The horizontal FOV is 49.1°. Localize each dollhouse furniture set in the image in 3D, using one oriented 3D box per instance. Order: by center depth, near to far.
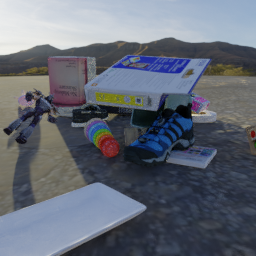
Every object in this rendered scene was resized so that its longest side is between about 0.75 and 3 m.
[{"bbox_3d":[0.347,0.554,8.288,0.957,0.820,1.006,-2,-21,-7],"label":"dollhouse furniture set"}]

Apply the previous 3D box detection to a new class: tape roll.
[{"bbox_3d":[3.069,-0.548,12.502,1.697,0.310,1.697,1,13,0],"label":"tape roll"}]

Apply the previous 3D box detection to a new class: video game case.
[{"bbox_3d":[1.552,0.716,7.647,1.436,0.170,1.307,7,15,28],"label":"video game case"}]

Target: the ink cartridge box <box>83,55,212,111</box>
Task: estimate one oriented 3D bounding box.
[{"bbox_3d":[0.700,-1.402,8.183,2.909,0.684,2.874,11,33,23],"label":"ink cartridge box"}]

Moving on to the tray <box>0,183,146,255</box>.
[{"bbox_3d":[-1.048,1.489,4.241,2.526,0.280,1.356,-12,19,-41],"label":"tray"}]

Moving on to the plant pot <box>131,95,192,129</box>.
[{"bbox_3d":[1.422,-0.727,10.548,1.790,1.757,1.752,4,8,-38],"label":"plant pot"}]

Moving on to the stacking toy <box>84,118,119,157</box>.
[{"bbox_3d":[-0.702,0.318,8.246,0.794,0.794,1.861,-6,20,-22],"label":"stacking toy"}]

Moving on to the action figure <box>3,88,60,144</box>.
[{"bbox_3d":[-2.972,-0.439,9.061,0.730,1.369,2.104,-31,22,52],"label":"action figure"}]

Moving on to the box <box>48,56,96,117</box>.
[{"bbox_3d":[-2.594,-1.975,13.232,1.743,2.727,1.486,6,15,24],"label":"box"}]

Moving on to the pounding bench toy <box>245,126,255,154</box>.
[{"bbox_3d":[3.907,0.451,7.611,0.798,1.285,1.002,-2,-18,-15],"label":"pounding bench toy"}]

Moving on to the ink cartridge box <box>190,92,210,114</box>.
[{"bbox_3d":[2.232,-1.594,12.579,2.773,0.582,1.655,31,20,19],"label":"ink cartridge box"}]

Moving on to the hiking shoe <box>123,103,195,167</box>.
[{"bbox_3d":[0.810,0.106,7.241,1.048,1.222,2.818,10,18,35],"label":"hiking shoe"}]

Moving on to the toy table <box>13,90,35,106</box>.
[{"bbox_3d":[-5.937,-1.637,15.964,0.609,0.955,1.039,26,4,29],"label":"toy table"}]

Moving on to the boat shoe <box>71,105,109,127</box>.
[{"bbox_3d":[-1.526,-0.627,11.917,0.929,0.741,2.456,5,15,19],"label":"boat shoe"}]

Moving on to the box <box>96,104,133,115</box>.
[{"bbox_3d":[-0.104,-1.585,14.098,2.467,1.533,2.487,5,14,10],"label":"box"}]
